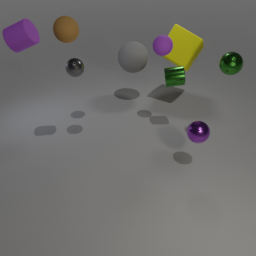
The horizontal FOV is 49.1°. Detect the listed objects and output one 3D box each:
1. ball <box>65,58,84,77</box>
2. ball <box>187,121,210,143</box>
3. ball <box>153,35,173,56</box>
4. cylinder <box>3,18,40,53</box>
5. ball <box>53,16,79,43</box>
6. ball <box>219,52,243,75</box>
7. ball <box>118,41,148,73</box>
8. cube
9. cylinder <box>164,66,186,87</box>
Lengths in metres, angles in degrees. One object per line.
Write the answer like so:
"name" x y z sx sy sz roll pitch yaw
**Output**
"ball" -1.985 -2.256 10.466 0.700 0.700 0.700 0 30 0
"ball" 2.166 0.124 8.626 0.700 0.700 0.700 0 30 0
"ball" 1.205 -2.855 9.694 0.700 0.700 0.700 0 30 0
"cylinder" -2.917 -2.529 7.683 0.700 0.700 0.700 -19 27 14
"ball" -1.681 -2.674 7.609 0.700 0.700 0.700 0 30 0
"ball" 3.157 -1.970 8.575 0.700 0.700 0.700 0 30 0
"ball" 0.232 -3.249 12.883 1.400 1.400 1.400 0 30 0
"cube" 2.414 -3.553 12.584 1.400 1.400 1.400 35 14 11
"cylinder" 1.696 -1.870 10.178 0.700 0.700 0.700 -7 30 8
